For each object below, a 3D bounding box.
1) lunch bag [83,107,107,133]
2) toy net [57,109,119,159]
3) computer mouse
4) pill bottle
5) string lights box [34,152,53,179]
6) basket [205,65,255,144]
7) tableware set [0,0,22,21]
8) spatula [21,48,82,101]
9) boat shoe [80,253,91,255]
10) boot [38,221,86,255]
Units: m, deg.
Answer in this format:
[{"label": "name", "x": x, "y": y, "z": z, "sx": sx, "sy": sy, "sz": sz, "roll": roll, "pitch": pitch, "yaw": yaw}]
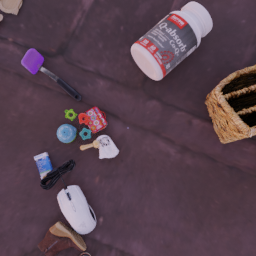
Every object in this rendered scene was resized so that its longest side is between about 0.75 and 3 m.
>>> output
[{"label": "lunch bag", "x": -1.017, "y": -0.275, "z": 8.960, "sx": 0.663, "sy": 0.308, "sz": 0.752, "roll": -31, "pitch": 82, "yaw": -10}, {"label": "toy net", "x": -1.186, "y": 0.242, "z": 8.803, "sx": 2.071, "sy": 0.400, "sz": 1.087, "roll": 24, "pitch": 82, "yaw": 3}, {"label": "computer mouse", "x": -1.649, "y": 2.152, "z": 8.336, "sx": 1.216, "sy": 0.486, "sz": 2.217, "roll": -30, "pitch": 88, "yaw": -7}, {"label": "pill bottle", "x": 1.379, "y": -2.748, "z": 8.805, "sx": 2.393, "sy": 1.387, "sz": 1.387, "roll": -42, "pitch": 83, "yaw": -6}, {"label": "string lights box", "x": -2.601, "y": 1.192, "z": 8.736, "sx": 0.398, "sy": 0.228, "sz": 0.775, "roll": -21, "pitch": 81, "yaw": -3}, {"label": "basket", "x": 3.964, "y": -0.936, "z": 8.129, "sx": 2.870, "sy": 2.138, "sz": 2.049, "roll": -17, "pitch": 81, "yaw": -2}, {"label": "tableware set", "x": -4.858, "y": -4.313, "z": 9.641, "sx": 2.230, "sy": 0.259, "sz": 1.863, "roll": 33, "pitch": 82, "yaw": 6}, {"label": "spatula", "x": -2.473, "y": -1.693, "z": 9.182, "sx": 2.471, "sy": 0.254, "sz": 0.698, "roll": 38, "pitch": 104, "yaw": 3}, {"label": "boat shoe", "x": -1.496, "y": 4.438, "z": 8.060, "sx": 0.574, "sy": 0.504, "sz": 1.612, "roll": 24, "pitch": 80, "yaw": 6}, {"label": "boot", "x": -1.955, "y": 3.495, "z": 8.332, "sx": 1.213, "sy": 0.439, "sz": 1.009, "roll": 39, "pitch": 94, "yaw": 5}]
